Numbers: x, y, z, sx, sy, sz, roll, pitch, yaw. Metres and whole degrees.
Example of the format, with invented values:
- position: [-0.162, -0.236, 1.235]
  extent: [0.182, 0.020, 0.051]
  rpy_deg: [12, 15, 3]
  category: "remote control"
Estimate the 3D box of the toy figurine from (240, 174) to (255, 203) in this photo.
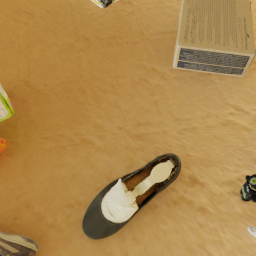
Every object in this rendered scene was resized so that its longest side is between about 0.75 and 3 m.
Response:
- position: [3.338, 1.331, 6.196]
  extent: [1.307, 0.923, 1.327]
  rpy_deg: [-37, 63, -23]
  category: "toy figurine"

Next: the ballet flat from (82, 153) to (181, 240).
- position: [0.130, 1.348, 6.122]
  extent: [2.696, 0.922, 0.917]
  rpy_deg: [-37, 79, -21]
  category: "ballet flat"

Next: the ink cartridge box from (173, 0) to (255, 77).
- position: [2.771, -3.092, 9.166]
  extent: [2.306, 1.051, 2.799]
  rpy_deg: [10, 56, 5]
  category: "ink cartridge box"

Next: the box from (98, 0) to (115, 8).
- position: [-0.572, -4.400, 7.728]
  extent: [1.470, 0.362, 1.523]
  rpy_deg: [-41, 94, -1]
  category: "box"

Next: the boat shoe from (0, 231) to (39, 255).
- position: [-2.672, 2.402, 5.650]
  extent: [1.676, 0.624, 0.614]
  rpy_deg: [9, 56, 8]
  category: "boat shoe"

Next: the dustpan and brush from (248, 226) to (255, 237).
- position: [3.552, 2.537, 5.661]
  extent: [2.157, 0.617, 1.506]
  rpy_deg: [30, 54, 12]
  category: "dustpan and brush"

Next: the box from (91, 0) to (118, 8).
- position: [-0.619, -5.785, 11.035]
  extent: [2.042, 1.035, 1.149]
  rpy_deg: [-34, 61, -21]
  category: "box"

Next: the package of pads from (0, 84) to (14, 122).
- position: [-4.474, -0.365, 6.892]
  extent: [2.905, 0.991, 2.244]
  rpy_deg: [-30, 34, -18]
  category: "package of pads"

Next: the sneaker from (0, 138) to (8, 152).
- position: [-3.957, 0.828, 6.726]
  extent: [2.240, 0.817, 0.864]
  rpy_deg: [-21, 66, -4]
  category: "sneaker"
